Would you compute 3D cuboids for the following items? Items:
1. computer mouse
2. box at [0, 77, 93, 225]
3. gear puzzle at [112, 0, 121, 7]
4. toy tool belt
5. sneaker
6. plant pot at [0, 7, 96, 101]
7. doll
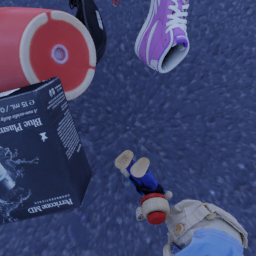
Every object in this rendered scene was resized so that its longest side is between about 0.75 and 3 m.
[{"bbox_3d":[-0.853,-3.021,7.226,0.685,2.091,2.978,0,63,-27],"label":"computer mouse"},{"bbox_3d":[-1.957,0.427,4.893,2.046,1.222,2.080,-14,109,6],"label":"box"},{"bbox_3d":[-0.455,-3.366,5.886,0.197,1.502,0.778,24,81,42],"label":"gear puzzle"},{"bbox_3d":[1.210,2.042,5.038,2.130,1.330,1.309,23,37,-24],"label":"toy tool belt"},{"bbox_3d":[1.086,-2.458,6.124,0.935,2.580,1.471,2,32,-26],"label":"sneaker"},{"bbox_3d":[-2.065,-1.556,6.259,2.203,2.489,2.489,11,70,44],"label":"plant pot"},{"bbox_3d":[0.319,1.141,5.895,1.303,1.909,0.463,22,66,33],"label":"doll"}]
